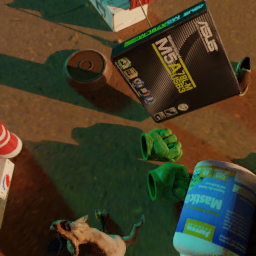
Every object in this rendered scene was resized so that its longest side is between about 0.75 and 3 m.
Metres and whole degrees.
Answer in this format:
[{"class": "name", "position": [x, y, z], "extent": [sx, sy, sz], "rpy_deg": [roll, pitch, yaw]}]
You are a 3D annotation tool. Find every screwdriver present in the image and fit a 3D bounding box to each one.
[{"class": "screwdriver", "position": [0.794, -3.417, 9.487], "extent": [0.350, 0.365, 2.512], "rpy_deg": [-19, 105, 29]}]

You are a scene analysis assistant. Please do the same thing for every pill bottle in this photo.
[{"class": "pill bottle", "position": [2.055, 2.403, 6.789], "extent": [1.635, 1.635, 2.918], "rpy_deg": [20, 67, 9]}]

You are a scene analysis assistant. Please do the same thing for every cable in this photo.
[{"class": "cable", "position": [-0.683, 2.589, 7.586], "extent": [0.375, 0.194, 0.771], "rpy_deg": [-1, 77, -19]}]

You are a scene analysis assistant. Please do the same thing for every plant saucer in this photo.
[{"class": "plant saucer", "position": [-1.417, -2.087, 9.623], "extent": [1.731, 0.298, 1.731], "rpy_deg": [0, 64, 0]}]

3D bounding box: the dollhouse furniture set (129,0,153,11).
[{"class": "dollhouse furniture set", "position": [0.259, -5.298, 8.992], "extent": [1.002, 2.464, 1.326], "rpy_deg": [-24, 69, -14]}]

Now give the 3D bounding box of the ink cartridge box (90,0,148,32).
[{"class": "ink cartridge box", "position": [-0.420, -4.853, 10.564], "extent": [1.504, 0.868, 2.067], "rpy_deg": [-29, 69, -13]}]

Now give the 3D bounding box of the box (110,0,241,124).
[{"class": "box", "position": [1.330, -1.534, 7.553], "extent": [2.636, 2.729, 0.648], "rpy_deg": [-18, 42, 26]}]

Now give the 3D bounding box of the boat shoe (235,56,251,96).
[{"class": "boat shoe", "position": [3.812, -1.773, 9.334], "extent": [0.535, 0.536, 1.448], "rpy_deg": [13, 66, 6]}]

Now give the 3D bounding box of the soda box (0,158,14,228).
[{"class": "soda box", "position": [-3.674, 1.770, 7.654], "extent": [0.586, 0.627, 1.841], "rpy_deg": [3, 66, 1]}]

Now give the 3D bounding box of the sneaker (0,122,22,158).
[{"class": "sneaker", "position": [-4.674, 0.027, 7.873], "extent": [2.982, 1.677, 1.062], "rpy_deg": [9, 66, 4]}]

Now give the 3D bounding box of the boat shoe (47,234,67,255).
[{"class": "boat shoe", "position": [-1.617, 2.850, 7.286], "extent": [1.146, 0.393, 0.482], "rpy_deg": [-34, 70, -15]}]

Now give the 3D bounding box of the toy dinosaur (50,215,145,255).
[{"class": "toy dinosaur", "position": [-0.619, 3.126, 6.566], "extent": [2.003, 1.268, 2.955], "rpy_deg": [-2, 107, 11]}]

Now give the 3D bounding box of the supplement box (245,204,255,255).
[{"class": "supplement box", "position": [3.683, 2.531, 6.469], "extent": [1.444, 2.145, 2.175], "rpy_deg": [21, 67, 9]}]

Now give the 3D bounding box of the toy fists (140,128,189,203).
[{"class": "toy fists", "position": [1.096, 1.000, 7.911], "extent": [1.110, 0.749, 2.177], "rpy_deg": [-2, 63, -17]}]
